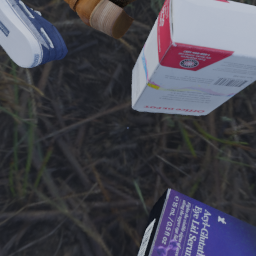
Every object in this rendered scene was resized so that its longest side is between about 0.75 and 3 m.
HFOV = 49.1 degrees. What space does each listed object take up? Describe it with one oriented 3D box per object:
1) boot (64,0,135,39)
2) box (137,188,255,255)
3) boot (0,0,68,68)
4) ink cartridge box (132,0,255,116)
[{"bbox_3d":[-0.285,-3.435,6.156,1.968,0.937,2.544,42,94,23],"label":"boot"},{"bbox_3d":[1.217,2.183,4.102,2.179,1.137,1.613,22,50,3],"label":"box"},{"bbox_3d":[-1.792,-1.754,4.445,0.671,0.834,1.845,-36,89,34],"label":"boot"},{"bbox_3d":[1.260,-1.217,5.535,1.921,2.603,1.115,5,73,-13],"label":"ink cartridge box"}]
